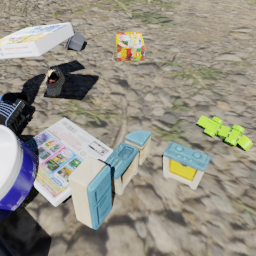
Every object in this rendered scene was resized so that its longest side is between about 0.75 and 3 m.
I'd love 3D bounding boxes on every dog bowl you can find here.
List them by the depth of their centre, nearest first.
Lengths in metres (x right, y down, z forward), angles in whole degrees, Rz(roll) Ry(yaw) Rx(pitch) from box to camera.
[{"bbox_3d":[-3.616,1.144,7.052,2.423,0.954,2.423,-9,55,13],"label":"dog bowl"}]

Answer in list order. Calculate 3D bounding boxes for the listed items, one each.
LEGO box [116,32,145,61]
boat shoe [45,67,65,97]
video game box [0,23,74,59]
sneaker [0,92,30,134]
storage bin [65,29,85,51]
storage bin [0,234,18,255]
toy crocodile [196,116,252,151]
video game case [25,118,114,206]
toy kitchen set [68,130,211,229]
[{"bbox_3d":[0.082,-3.928,13.430,1.296,0.672,1.740,-3,42,-3],"label":"LEGO box"},{"bbox_3d":[-2.965,-2.024,11.344,0.688,0.645,1.865,-6,42,-6],"label":"boat shoe"},{"bbox_3d":[-2.600,-2.359,7.545,1.640,0.421,1.800,0,33,22],"label":"video game box"},{"bbox_3d":[-3.887,-0.349,9.241,1.091,0.982,2.800,-14,42,-4],"label":"sneaker"},{"bbox_3d":[-2.588,-4.237,13.822,0.732,0.793,1.089,24,40,-15],"label":"storage bin"},{"bbox_3d":[-3.094,2.762,5.271,2.546,1.710,1.853,32,51,31],"label":"storage bin"},{"bbox_3d":[3.086,0.132,9.045,1.872,0.578,0.632,28,84,33],"label":"toy crocodile"},{"bbox_3d":[-1.885,0.791,7.851,2.339,0.277,2.129,31,54,32],"label":"video game case"},{"bbox_3d":[0.461,1.215,6.943,2.368,1.741,2.956,21,47,22],"label":"toy kitchen set"}]
